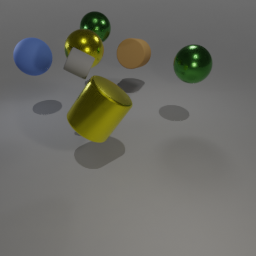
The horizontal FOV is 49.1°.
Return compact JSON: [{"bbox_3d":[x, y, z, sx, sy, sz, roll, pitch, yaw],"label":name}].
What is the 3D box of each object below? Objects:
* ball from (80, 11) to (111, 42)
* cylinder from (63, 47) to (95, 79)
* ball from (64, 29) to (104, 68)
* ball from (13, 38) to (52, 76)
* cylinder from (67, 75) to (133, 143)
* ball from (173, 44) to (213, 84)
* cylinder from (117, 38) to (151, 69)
[{"bbox_3d":[-1.476,-4.529,12.681,1.400,1.400,1.400,0,31,0],"label":"ball"},{"bbox_3d":[-1.426,-1.880,8.179,0.700,0.700,0.700,25,29,-13],"label":"cylinder"},{"bbox_3d":[-1.565,-2.813,10.023,1.400,1.400,1.400,0,31,0],"label":"ball"},{"bbox_3d":[-3.586,-2.693,10.612,1.400,1.400,1.400,0,31,0],"label":"ball"},{"bbox_3d":[-0.814,-0.538,8.032,1.400,1.400,1.400,32,22,-15],"label":"cylinder"},{"bbox_3d":[2.362,-2.327,10.233,1.400,1.400,1.400,0,31,0],"label":"ball"},{"bbox_3d":[0.309,-3.639,13.680,1.400,1.400,1.400,9,18,14],"label":"cylinder"}]
